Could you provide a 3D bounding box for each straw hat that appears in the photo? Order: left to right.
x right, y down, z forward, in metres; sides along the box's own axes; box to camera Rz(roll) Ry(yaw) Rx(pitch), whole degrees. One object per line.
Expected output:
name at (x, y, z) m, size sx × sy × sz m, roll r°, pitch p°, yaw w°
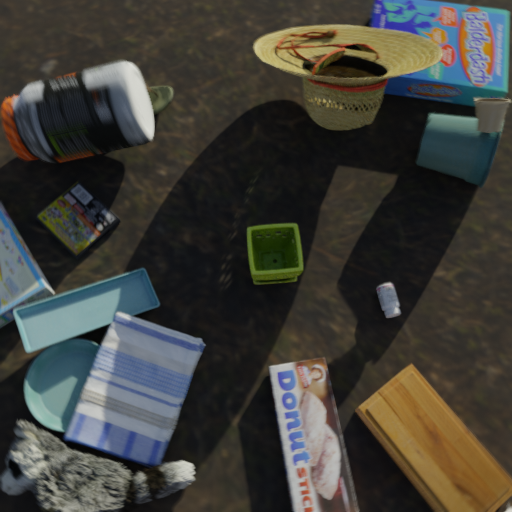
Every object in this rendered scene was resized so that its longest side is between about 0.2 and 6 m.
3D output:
straw hat at (1.809, -3.544, 11.699) m, size 3.847 × 1.628 × 3.847 m, roll -1°, pitch 35°, yaw 1°

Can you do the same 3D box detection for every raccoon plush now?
raccoon plush at (-2.773, 3.560, 9.578) m, size 2.931 × 1.418 × 1.963 m, roll -6°, pitch 51°, yaw -33°

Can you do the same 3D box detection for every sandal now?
sandal at (-2.742, -3.533, 12.398) m, size 1.800 × 0.514 × 0.715 m, roll 1°, pitch 69°, yaw 0°

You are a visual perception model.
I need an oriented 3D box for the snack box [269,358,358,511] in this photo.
snack box at (0.982, 3.324, 9.823) m, size 1.049 × 0.355 × 2.917 m, roll -9°, pitch 69°, yaw -3°

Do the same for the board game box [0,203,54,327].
board game box at (-5.649, 0.044, 11.007) m, size 2.055 × 0.523 × 3.056 m, roll -32°, pitch 72°, yaw -12°

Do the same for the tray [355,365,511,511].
tray at (3.087, 3.346, 9.762) m, size 1.291 × 0.485 × 2.617 m, roll -36°, pitch 74°, yaw -12°

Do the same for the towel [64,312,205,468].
towel at (-2.131, 2.366, 10.044) m, size 1.785 × 0.289 × 2.431 m, roll 21°, pitch 70°, yaw -5°

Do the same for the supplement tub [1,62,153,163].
supplement tub at (-3.592, -2.849, 11.416) m, size 2.691 × 1.649 × 1.649 m, roll -11°, pitch 69°, yaw 4°

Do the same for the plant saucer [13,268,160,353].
plant saucer at (-3.141, 1.009, 10.515) m, size 2.513 × 0.238 × 0.878 m, roll -19°, pitch 70°, yaw -21°

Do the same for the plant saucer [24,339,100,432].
plant saucer at (-3.311, 2.347, 10.158) m, size 1.636 × 0.294 × 1.636 m, roll 3°, pitch 70°, yaw -7°

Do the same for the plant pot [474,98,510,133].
plant pot at (4.405, -2.638, 10.544) m, size 0.629 × 0.629 × 0.576 m, roll -1°, pitch 112°, yaw 0°

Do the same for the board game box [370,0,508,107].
board game box at (4.073, -4.664, 12.740) m, size 3.058 × 0.688 × 2.325 m, roll 9°, pitch 69°, yaw 3°

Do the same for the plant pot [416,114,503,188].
plant pot at (4.124, -2.244, 11.514) m, size 1.412 × 1.441 × 1.441 m, roll 15°, pitch 69°, yaw 14°

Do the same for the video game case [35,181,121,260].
video game case at (-3.652, -0.744, 11.506) m, size 1.302 × 0.166 × 1.177 m, roll 41°, pitch 74°, yaw 14°

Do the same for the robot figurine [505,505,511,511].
robot figurine at (4.388, 4.561, 9.294) m, size 0.676 × 0.450 × 0.797 m, roll -24°, pitch 67°, yaw -41°

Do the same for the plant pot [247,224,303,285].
plant pot at (0.344, 0.021, 10.814) m, size 0.999 × 0.907 × 0.994 m, roll -5°, pitch 68°, yaw -2°

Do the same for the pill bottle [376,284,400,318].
pill bottle at (2.556, 0.867, 10.789) m, size 0.340 × 0.340 × 0.600 m, roll -10°, pitch 69°, yaw -4°
